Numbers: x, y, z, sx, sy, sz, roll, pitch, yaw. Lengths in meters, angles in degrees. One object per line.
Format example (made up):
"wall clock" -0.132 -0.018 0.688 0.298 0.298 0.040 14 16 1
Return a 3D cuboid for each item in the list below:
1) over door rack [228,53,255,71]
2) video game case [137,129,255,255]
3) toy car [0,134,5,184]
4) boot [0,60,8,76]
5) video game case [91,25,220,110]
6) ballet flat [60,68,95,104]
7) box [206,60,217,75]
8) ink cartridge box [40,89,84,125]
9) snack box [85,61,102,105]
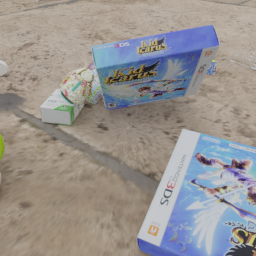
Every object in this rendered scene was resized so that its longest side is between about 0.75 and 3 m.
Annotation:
"over door rack" 4.767 -2.738 11.302 1.224 0.408 0.904 19 39 25
"video game case" 1.868 1.370 4.829 2.722 0.619 2.467 15 52 20
"toy car" -3.761 0.564 5.645 2.423 2.120 1.817 -15 2 -20
"boot" -5.429 -2.444 10.573 2.019 0.735 0.912 0 41 2
"video game case" 0.643 -1.426 7.430 2.854 2.587 0.649 -11 71 -2
"ballet flat" -1.240 -1.228 7.588 0.903 0.763 2.389 41 12 -18
"box" 2.909 -2.343 10.620 0.875 0.534 0.209 16 38 21
"ink cartridge box" -1.884 -0.644 8.213 0.886 0.510 1.215 8 34 9
"snack box" -1.081 -1.484 8.969 0.937 0.349 1.318 27 75 27
